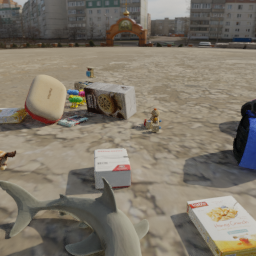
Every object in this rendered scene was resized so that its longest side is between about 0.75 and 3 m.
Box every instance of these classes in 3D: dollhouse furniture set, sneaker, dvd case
[{"bbox_3d":[-2.554,-2.900,16.594,0.952,1.359,0.958,18,27,40],"label":"dollhouse furniture set"},{"bbox_3d":[4.940,-0.257,10.149,1.427,1.182,2.992,-17,23,-12],"label":"sneaker"},{"bbox_3d":[-2.214,-0.290,11.400,0.741,0.112,1.015,15,26,34],"label":"dvd case"}]

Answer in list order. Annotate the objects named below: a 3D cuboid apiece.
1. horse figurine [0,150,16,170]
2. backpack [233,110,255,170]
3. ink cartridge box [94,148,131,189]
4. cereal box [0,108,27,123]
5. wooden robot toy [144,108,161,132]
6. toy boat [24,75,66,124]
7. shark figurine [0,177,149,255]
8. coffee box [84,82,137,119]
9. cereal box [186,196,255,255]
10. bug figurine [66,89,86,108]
[{"bbox_3d":[-3.871,0.902,7.684,1.739,0.434,1.152,-12,16,-9],"label":"horse figurine"},{"bbox_3d":[3.739,0.364,7.821,1.445,1.400,1.723,10,22,20],"label":"backpack"},{"bbox_3d":[-0.427,1.023,7.302,0.899,0.508,1.225,-2,21,-6],"label":"ink cartridge box"},{"bbox_3d":[-5.254,-0.524,11.666,1.757,0.347,1.264,-2,20,-6],"label":"cereal box"},{"bbox_3d":[0.967,-0.407,10.875,0.677,0.698,1.538,3,20,7],"label":"wooden robot toy"},{"bbox_3d":[-3.531,-1.064,11.738,1.522,1.525,2.333,24,46,-26],"label":"toy boat"},{"bbox_3d":[-0.776,1.453,5.191,3.061,1.277,1.829,15,24,30],"label":"shark figurine"},{"bbox_3d":[-0.782,-1.231,12.218,2.145,1.213,0.856,12,33,30],"label":"coffee box"},{"bbox_3d":[1.884,1.861,5.360,1.065,0.293,1.480,-4,21,-11],"label":"cereal box"},{"bbox_3d":[-2.837,-1.570,14.132,1.794,0.595,2.313,8,22,19],"label":"bug figurine"}]
